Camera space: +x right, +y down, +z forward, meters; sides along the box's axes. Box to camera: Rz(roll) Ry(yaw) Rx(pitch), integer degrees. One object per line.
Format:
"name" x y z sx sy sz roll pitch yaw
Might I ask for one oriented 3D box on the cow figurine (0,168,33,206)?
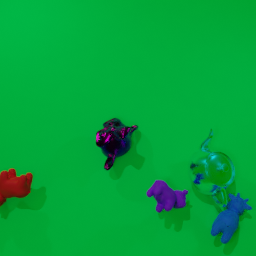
"cow figurine" -3.021 1.626 7.138 1.147 0.630 1.129 11 95 10

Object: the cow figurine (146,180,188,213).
"cow figurine" 0.988 1.611 6.814 1.007 0.553 0.991 57 44 -7

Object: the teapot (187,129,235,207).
"teapot" 2.198 1.033 7.242 1.228 0.967 1.975 -3 74 -23

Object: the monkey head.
"monkey head" -0.223 0.323 7.514 1.178 0.987 1.638 2 49 48

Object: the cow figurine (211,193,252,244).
"cow figurine" 2.549 2.184 6.922 0.636 1.158 1.139 33 97 23
